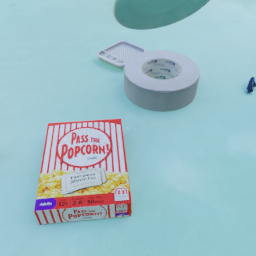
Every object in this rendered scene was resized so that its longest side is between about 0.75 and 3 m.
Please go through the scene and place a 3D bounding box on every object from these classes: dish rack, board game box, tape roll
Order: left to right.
[{"bbox_3d":[-1.030,0.902,6.770,1.996,0.610,2.635,-4,44,-5],"label":"board game box"},{"bbox_3d":[-0.247,-2.812,10.861,1.426,0.362,1.662,30,51,29],"label":"dish rack"},{"bbox_3d":[1.083,-1.636,9.295,2.475,0.818,2.475,0,43,0],"label":"tape roll"}]

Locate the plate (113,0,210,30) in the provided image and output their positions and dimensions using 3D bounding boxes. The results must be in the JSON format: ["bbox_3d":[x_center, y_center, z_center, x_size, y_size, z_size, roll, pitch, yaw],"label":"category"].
[{"bbox_3d":[0.834,-2.948,6.204,2.468,2.468,0.315,-14,82,-14],"label":"plate"}]

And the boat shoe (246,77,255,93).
[{"bbox_3d":[4.219,-1.437,9.487,0.260,0.319,0.759,8,55,34],"label":"boat shoe"}]
